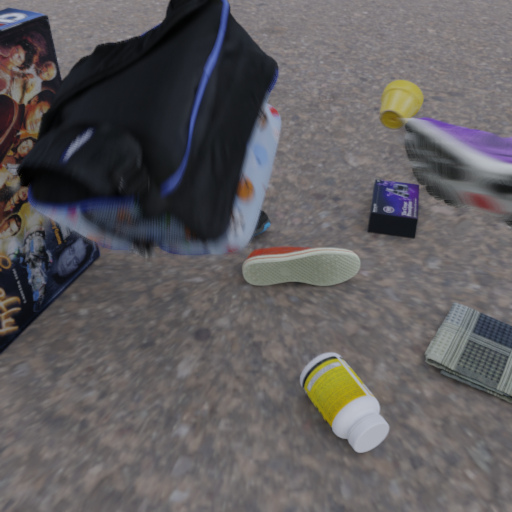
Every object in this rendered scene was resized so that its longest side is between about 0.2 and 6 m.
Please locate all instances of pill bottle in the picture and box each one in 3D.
[{"bbox_3d":[1.217,2.017,7.728,0.731,0.731,1.300,-17,40,-20],"label":"pill bottle"}]

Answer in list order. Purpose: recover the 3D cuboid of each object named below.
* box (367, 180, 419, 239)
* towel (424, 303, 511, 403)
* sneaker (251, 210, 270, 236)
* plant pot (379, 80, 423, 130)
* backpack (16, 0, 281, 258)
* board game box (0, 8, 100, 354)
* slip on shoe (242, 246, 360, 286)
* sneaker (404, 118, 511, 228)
[{"bbox_3d":[2.900,-1.010,11.788,0.968,0.541,1.372,6,38,12],"label":"box"},{"bbox_3d":[3.586,1.519,8.821,1.551,0.278,1.611,24,42,23],"label":"towel"},{"bbox_3d":[-0.712,-1.115,11.582,2.290,0.938,0.838,25,44,27],"label":"sneaker"},{"bbox_3d":[2.692,-2.812,10.639,0.759,0.759,0.714,18,62,22],"label":"plant pot"},{"bbox_3d":[-1.467,-1.550,7.757,3.346,2.706,3.513,1,62,33],"label":"backpack"},{"bbox_3d":[-3.927,-1.003,8.524,0.780,4.510,3.055,14,41,18],"label":"board game box"},{"bbox_3d":[0.815,0.113,10.203,2.131,0.789,0.652,-3,34,4],"label":"slip on shoe"},{"bbox_3d":[2.700,-1.025,6.373,0.987,0.954,2.366,-35,47,-19],"label":"sneaker"}]
